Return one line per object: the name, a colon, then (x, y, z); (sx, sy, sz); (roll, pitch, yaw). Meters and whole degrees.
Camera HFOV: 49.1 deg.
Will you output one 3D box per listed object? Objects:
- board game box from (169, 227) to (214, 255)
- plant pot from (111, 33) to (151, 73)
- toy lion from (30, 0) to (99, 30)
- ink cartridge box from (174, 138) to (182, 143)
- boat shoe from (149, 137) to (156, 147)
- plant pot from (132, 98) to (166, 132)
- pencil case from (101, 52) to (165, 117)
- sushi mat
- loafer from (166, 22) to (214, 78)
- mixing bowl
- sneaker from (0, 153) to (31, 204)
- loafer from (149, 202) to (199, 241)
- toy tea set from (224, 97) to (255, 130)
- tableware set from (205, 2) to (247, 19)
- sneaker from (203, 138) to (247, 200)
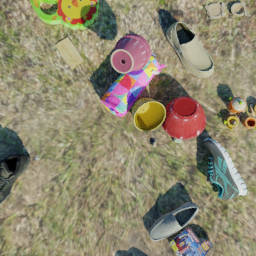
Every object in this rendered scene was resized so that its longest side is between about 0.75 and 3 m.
board game box: (2.375, 4.333, 10.246); (1.316, 0.406, 1.317); (-35, 81, -7)
plant pot: (0.011, -2.436, 9.483); (1.276, 1.276, 1.142); (31, 39, 5)
toy lion: (-2.630, -5.224, 11.841); (2.566, 0.881, 2.460); (-28, 89, -5)
ink cartridge box: (2.017, 0.090, 10.967); (0.280, 0.490, 0.944); (9, 80, 2)
boat shoe: (0.910, 0.511, 10.265); (0.259, 0.799, 0.287); (5, 103, 4)
plant pot: (0.670, -0.630, 10.644); (1.270, 1.270, 0.902); (-26, 37, -4)
pencil case: (0.161, -1.727, 10.961); (1.235, 1.235, 2.796); (38, 84, 6)
sushi mat: (-2.449, -3.137, 11.754); (0.639, 0.081, 1.336); (-34, 81, -6)
loafer: (2.510, -3.196, 11.338); (1.013, 0.914, 2.676); (-38, 82, -6)
mixing bowl: (2.121, -0.545, 10.604); (1.758, 0.952, 1.758); (-3, 61, 5)
sneaker: (-4.612, 1.896, 10.245); (0.877, 1.314, 2.294); (36, 84, 8)
loafer: (1.666, 3.415, 10.242); (2.098, 0.732, 0.733); (-36, 82, -6)
toy tea set: (4.853, -0.528, 10.924); (2.120, 0.785, 1.261); (5, 80, 1)
tableware set: (4.260, -5.504, 12.108); (1.941, 0.225, 1.621); (-4, 80, -1)
sneaker: (3.378, 1.580, 10.507); (1.135, 0.966, 2.489); (-28, 80, -1)
